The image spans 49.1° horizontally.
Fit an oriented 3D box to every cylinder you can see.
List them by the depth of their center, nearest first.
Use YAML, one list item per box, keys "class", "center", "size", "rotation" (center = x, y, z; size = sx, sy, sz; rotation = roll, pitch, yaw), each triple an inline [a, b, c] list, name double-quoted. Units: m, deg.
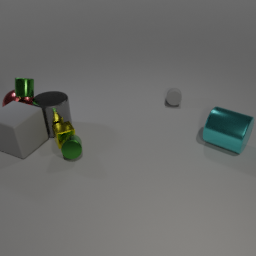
- class: "cylinder"
  center: [-1.974, 0.652, 9.862]
  size: [0.700, 0.700, 0.700]
  rotation: [-5, 17, -8]
- class: "cylinder"
  center: [3.678, 0.056, 10.273]
  size: [1.400, 1.400, 1.400]
  rotation: [22, 39, 30]
- class: "cylinder"
  center: [-3.984, -1.557, 10.781]
  size: [0.700, 0.700, 0.700]
  rotation: [3, 8, 0]
- class: "cylinder"
  center: [-3.022, -0.566, 11.239]
  size: [1.400, 1.400, 1.400]
  rotation: [0, 33, 0]
- class: "cylinder"
  center: [2.173, -1.486, 13.204]
  size: [0.700, 0.700, 0.700]
  rotation: [5, 21, 8]

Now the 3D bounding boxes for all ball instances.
- class: "ball"
  center: [-4.557, -0.958, 11.846]
  size: [1.400, 1.400, 1.400]
  rotation: [0, 33, 0]

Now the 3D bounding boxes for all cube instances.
- class: "cube"
  center: [-4.011, 0.034, 10.251]
  size: [1.400, 1.400, 1.400]
  rotation: [15, 38, 22]
- class: "cube"
  center: [-2.417, 0.256, 10.626]
  size: [0.700, 0.700, 0.700]
  rotation: [-15, 36, -23]
